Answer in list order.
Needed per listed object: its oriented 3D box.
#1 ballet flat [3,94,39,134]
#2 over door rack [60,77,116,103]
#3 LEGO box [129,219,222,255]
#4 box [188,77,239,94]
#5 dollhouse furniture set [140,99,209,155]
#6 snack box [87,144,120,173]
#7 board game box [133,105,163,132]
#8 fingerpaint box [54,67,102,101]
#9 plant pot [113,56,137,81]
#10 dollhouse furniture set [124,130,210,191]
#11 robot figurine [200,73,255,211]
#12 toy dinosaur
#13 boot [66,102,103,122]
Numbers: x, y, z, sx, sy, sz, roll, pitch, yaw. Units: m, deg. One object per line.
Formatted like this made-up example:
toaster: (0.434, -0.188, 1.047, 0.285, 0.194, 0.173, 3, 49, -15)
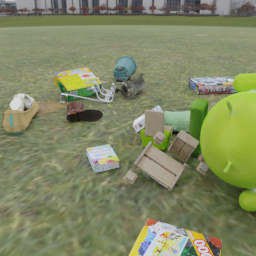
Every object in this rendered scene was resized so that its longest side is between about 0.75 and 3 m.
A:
ballet flat: (-3.405, -0.678, 9.063, 0.903, 0.829, 2.630, -5, 25, -11)
over door rack: (-1.561, -1.517, 11.107, 2.057, 0.685, 1.519, 0, 23, 2)
LEGO box: (0.507, 1.973, 3.523, 1.110, 0.575, 1.491, 10, 26, 20)
box: (3.795, -1.869, 12.203, 1.984, 0.396, 1.358, -3, 25, -6)
dollhouse furniture set: (1.489, -0.407, 7.838, 1.594, 1.221, 2.433, 8, 25, 23)
snack box: (-0.615, 0.712, 6.726, 0.608, 0.227, 0.856, -8, 26, -17)
board game box: (0.579, -0.292, 7.934, 0.862, 0.236, 1.366, -32, 4, 8)
fingerpaint box: (-2.039, -1.802, 11.376, 1.501, 0.550, 1.252, -19, 53, -31)
plant pot: (-0.201, -2.826, 13.698, 1.060, 1.060, 1.038, 6, 33, 12)
dollhouse furniture set: (0.923, 0.967, 6.127, 1.424, 0.815, 1.669, 34, 63, 12)
robot figurine: (2.535, 0.259, 5.365, 1.695, 2.571, 2.931, -5, -8, 45)
toy dinosaur: (0.193, -1.712, 11.628, 1.158, 0.872, 2.265, 28, 29, 25)
boot: (-1.493, -0.605, 9.488, 1.209, 0.417, 1.297, -2, 20, -9)
